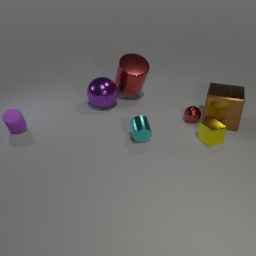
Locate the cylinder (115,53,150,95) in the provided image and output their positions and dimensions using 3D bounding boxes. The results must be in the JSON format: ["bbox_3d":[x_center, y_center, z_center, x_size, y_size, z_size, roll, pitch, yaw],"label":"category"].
[{"bbox_3d":[0.168,-2.505,13.107,1.400,1.400,1.400,6,57,-9],"label":"cylinder"}]

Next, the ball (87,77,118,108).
[{"bbox_3d":[-1.156,-1.603,12.648,1.400,1.400,1.400,0,31,0],"label":"ball"}]

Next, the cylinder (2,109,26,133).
[{"bbox_3d":[-4.359,-0.274,10.781,0.700,0.700,0.700,0,57,-1],"label":"cylinder"}]

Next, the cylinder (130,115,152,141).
[{"bbox_3d":[0.477,0.014,10.260,0.700,0.700,0.700,-5,52,-9],"label":"cylinder"}]

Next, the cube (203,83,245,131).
[{"bbox_3d":[3.908,-0.895,11.474,1.400,1.400,1.400,10,32,16],"label":"cube"}]

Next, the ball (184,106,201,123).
[{"bbox_3d":[2.682,-0.572,11.632,0.700,0.700,0.700,0,31,0],"label":"ball"}]

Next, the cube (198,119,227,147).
[{"bbox_3d":[3.103,0.170,10.376,0.700,0.700,0.700,-11,33,-19],"label":"cube"}]
